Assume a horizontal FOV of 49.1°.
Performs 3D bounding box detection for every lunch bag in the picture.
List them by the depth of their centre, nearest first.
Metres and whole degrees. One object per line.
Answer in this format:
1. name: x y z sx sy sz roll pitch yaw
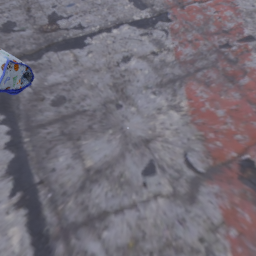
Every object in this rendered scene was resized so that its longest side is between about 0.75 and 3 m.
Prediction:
1. lunch bag: -1.872 -0.861 4.031 0.775 0.565 0.912 29 11 1
